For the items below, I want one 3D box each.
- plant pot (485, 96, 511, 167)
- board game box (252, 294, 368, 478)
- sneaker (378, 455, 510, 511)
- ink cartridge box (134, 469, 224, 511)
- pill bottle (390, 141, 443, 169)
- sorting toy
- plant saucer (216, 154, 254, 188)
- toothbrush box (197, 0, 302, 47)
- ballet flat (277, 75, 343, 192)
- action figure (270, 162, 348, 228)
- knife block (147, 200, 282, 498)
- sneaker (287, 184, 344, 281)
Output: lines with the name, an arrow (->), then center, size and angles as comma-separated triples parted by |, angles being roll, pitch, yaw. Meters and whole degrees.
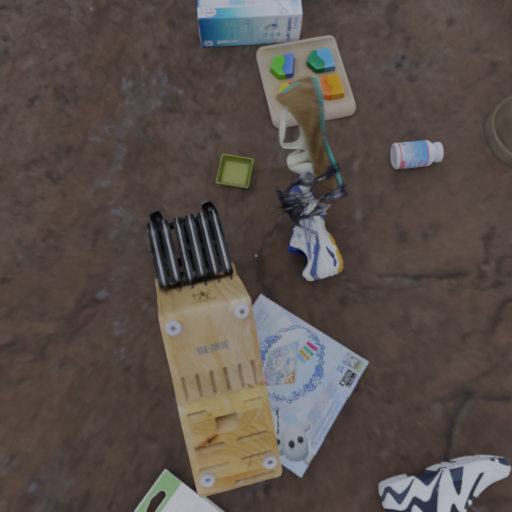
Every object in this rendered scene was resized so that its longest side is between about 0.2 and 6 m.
plant pot -> 5.846, -2.827, 11.486 | 1.746, 1.515, 1.746 | 0, 74, 0
board game box -> 0.434, 2.345, 10.387 | 2.389, 0.521, 2.400 | 32, 75, 9
sneaker -> 3.387, 4.360, 9.574 | 2.272, 0.907, 1.478 | -14, 75, -4
ink cartridge box -> -1.292, 4.644, 9.759 | 1.539, 0.369, 1.120 | 35, 76, 10
pill bottle -> 3.372, -2.135, 11.770 | 0.994, 0.540, 0.540 | -6, 73, -1
sorting toy -> 1.089, -3.913, 12.411 | 1.876, 0.370, 2.027 | -11, 73, -3
plant saucer -> -0.447, -1.766, 11.853 | 0.695, 0.166, 0.694 | 10, 73, 3
toothbrush box -> -0.181, -5.760, 12.667 | 2.293, 0.978, 1.679 | -2, 73, -2
ballet flat -> 0.949, -2.103, 10.470 | 0.940, 2.599, 0.881 | -18, 47, 6
action figure -> 0.975, -1.077, 10.140 | 0.780, 1.529, 0.909 | -32, 96, -44
knife block -> -0.854, 1.273, 9.681 | 1.353, 3.711, 4.227 | -12, 104, -7
sneaker -> 0.963, -0.493, 11.153 | 0.912, 0.779, 2.069 | -23, 68, 5
